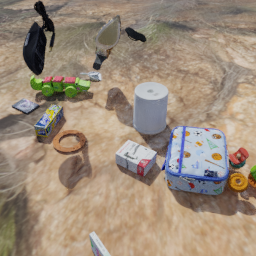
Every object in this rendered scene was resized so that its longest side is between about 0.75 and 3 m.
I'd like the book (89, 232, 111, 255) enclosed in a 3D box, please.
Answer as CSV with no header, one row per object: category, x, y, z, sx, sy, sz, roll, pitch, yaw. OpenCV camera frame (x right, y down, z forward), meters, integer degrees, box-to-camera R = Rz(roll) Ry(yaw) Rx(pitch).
book,-0.594,3.250,7.090,0.268,0.746,1.116,-26,46,-26

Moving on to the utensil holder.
utensil holder,0.895,-0.811,11.263,1.410,1.659,1.410,-1,39,0

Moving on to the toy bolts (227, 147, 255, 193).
toy bolts,3.686,1.487,9.114,1.325,0.962,1.387,-26,58,-1

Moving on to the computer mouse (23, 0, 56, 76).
computer mouse,-3.255,-3.037,10.204,0.604,1.843,2.625,2,80,3

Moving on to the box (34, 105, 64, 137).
box,-3.238,-0.317,11.569,0.544,0.499,1.553,10,40,11

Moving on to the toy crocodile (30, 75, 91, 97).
toy crocodile,-3.222,-2.101,13.416,2.854,0.881,0.964,2,40,2

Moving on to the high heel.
high heel,-0.895,-4.110,12.678,0.955,2.675,1.907,24,38,-10

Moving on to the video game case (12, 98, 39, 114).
video game case,-4.653,-1.003,12.715,1.030,0.098,0.736,21,44,25

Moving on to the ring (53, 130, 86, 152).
ring,-2.277,0.508,10.885,1.264,0.121,1.264,1,40,-1

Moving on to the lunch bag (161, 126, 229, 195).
lunch bag,2.282,1.031,9.594,2.128,1.004,2.656,7,39,11

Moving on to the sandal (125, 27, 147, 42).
sandal,0.244,-3.183,9.776,1.072,0.257,0.403,5,63,-49

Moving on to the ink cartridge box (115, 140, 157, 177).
ink cartridge box,0.275,1.046,9.919,1.218,0.505,0.894,23,46,24

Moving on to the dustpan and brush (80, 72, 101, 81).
dustpan and brush,-1.949,-2.764,14.657,1.082,0.310,0.755,-4,40,-5
